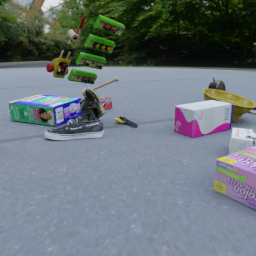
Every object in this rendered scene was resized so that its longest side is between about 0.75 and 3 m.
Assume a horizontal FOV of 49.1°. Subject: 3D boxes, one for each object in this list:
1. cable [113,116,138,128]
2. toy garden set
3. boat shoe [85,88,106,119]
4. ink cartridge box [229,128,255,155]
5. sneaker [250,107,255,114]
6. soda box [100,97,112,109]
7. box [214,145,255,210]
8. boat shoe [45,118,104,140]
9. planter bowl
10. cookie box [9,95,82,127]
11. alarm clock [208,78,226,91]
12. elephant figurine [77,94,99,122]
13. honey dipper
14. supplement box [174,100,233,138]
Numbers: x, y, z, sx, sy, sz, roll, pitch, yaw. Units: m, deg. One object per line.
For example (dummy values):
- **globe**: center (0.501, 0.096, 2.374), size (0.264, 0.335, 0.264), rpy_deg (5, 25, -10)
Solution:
- **cable**: center (-0.017, -0.206, 11.960), size (1.285, 0.323, 0.624), rpy_deg (29, 13, 36)
- **toy garden set**: center (-1.531, -2.807, 10.448), size (2.317, 2.780, 0.555), rpy_deg (0, 43, -48)
- **boat shoe**: center (-1.353, -0.956, 11.214), size (0.503, 1.408, 0.463), rpy_deg (11, 51, 37)
- **ink cartridge box**: center (3.913, 0.516, 8.405), size (1.606, 0.666, 1.179), rpy_deg (6, 18, 20)
- **sneaker**: center (6.800, -1.101, 13.706), size (2.066, 0.874, 0.769), rpy_deg (14, 20, 40)
- **soda box**: center (-1.675, -1.205, 14.582), size (0.649, 0.588, 1.854), rpy_deg (13, 21, 41)
- **box**: center (3.025, 1.082, 6.193), size (1.661, 0.803, 1.461), rpy_deg (-12, 20, -35)
- **boat shoe**: center (-1.938, 0.001, 10.136), size (2.107, 0.714, 0.756), rpy_deg (-2, 16, -7)
- **planter bowl**: center (4.366, -0.923, 12.536), size (2.374, 0.989, 2.374), rpy_deg (11, 22, -4)
- **cookie box**: center (-3.693, -0.866, 12.751), size (2.467, 0.927, 2.110), rpy_deg (6, 19, 22)
- **alarm clock**: center (5.264, -2.018, 16.344), size (0.671, 1.359, 2.015), rpy_deg (15, -6, 37)
- **elephant figurine**: center (-1.695, -0.918, 12.077), size (1.093, 1.409, 0.997), rpy_deg (14, 21, 41)
- **honey dipper**: center (-1.379, -2.102, 13.965), size (2.095, 0.398, 0.398), rpy_deg (-21, 7, 23)
- **supplement box**: center (2.945, -0.406, 10.920), size (2.116, 1.071, 1.094), rpy_deg (-10, 19, -32)
